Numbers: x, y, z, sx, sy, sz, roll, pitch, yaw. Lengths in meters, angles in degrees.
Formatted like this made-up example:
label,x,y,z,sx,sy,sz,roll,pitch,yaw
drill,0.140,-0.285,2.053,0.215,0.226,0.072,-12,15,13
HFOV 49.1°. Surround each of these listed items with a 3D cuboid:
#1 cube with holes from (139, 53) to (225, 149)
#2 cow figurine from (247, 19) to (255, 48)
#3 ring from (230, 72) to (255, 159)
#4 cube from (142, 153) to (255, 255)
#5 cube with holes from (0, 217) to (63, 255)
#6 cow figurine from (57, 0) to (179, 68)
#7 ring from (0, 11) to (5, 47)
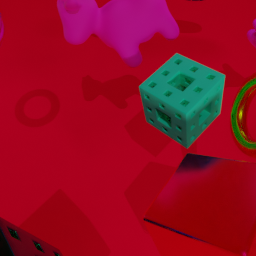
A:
label,x,y,z,sx,sy,sz,roll,pitch,yaw
cube with holes,0.805,-0.408,4.186,0.841,0.841,0.841,35,69,31
cow figurine,3.372,-1.772,5.795,1.407,0.772,1.384,-20,68,-6
ring,1.793,-0.194,3.768,0.245,1.224,1.224,8,54,-13
cube,1.052,1.120,3.222,1.125,1.125,1.125,5,40,42
cube with holes,-1.117,1.826,2.542,1.213,1.213,1.213,-44,48,-13
cow figurine,-0.203,-1.795,4.469,1.696,1.668,0.931,-34,31,10
ring,-2.196,-1.237,3.494,1.251,0.250,1.251,2,71,-7
